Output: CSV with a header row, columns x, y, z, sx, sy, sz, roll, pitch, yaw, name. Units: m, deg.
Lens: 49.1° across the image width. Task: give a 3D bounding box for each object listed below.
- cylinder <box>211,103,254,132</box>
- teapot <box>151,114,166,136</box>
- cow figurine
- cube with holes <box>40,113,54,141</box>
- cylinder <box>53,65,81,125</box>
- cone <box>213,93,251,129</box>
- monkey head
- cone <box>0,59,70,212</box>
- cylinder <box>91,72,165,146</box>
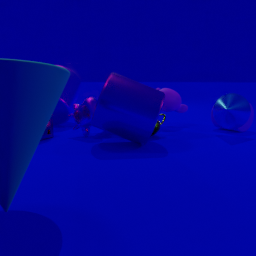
x,y,z,sx,sy,sz,roll,pitch,yaw,name
2.778,-0.334,7.474,0.786,0.786,0.786,-7,13,-32,cylinder
0.367,-0.107,6.678,1.148,0.562,0.714,-16,18,-7,teapot
-0.582,-0.316,7.110,1.623,0.905,1.649,-23,-15,-1,cow figurine
-2.392,-0.209,6.342,0.950,0.950,0.950,5,11,26,cube with holes
-2.169,-0.978,8.330,1.290,1.290,1.290,2,50,9,cylinder
2.336,-0.407,6.452,0.875,0.875,0.879,5,3,26,cone
1.033,-0.667,8.038,1.340,0.964,0.808,17,14,-35,monkey head
-1.231,0.146,2.742,1.366,1.371,1.366,-2,2,0,cone
0.002,-0.385,5.757,1.177,1.177,1.177,21,10,-1,cylinder
